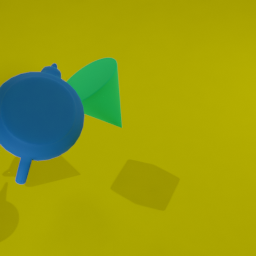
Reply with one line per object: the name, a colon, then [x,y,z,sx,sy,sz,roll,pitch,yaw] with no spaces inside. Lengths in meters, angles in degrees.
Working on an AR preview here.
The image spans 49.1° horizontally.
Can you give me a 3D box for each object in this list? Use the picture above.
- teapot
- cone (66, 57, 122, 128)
teapot: [-1.052,-0.157,3.338,1.028,0.809,1.653,16,72,-16]
cone: [-0.411,-0.405,5.029,1.197,1.202,1.197,-23,37,18]
